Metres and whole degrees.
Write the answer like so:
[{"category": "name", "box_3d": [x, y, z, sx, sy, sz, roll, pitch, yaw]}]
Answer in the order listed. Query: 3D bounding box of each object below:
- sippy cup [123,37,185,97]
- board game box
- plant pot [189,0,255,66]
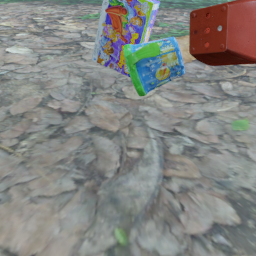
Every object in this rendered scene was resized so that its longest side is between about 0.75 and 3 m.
[{"category": "sippy cup", "box_3d": [0.693, -1.588, 6.931, 1.271, 1.362, 1.734, -17, 27, 12]}, {"category": "board game box", "box_3d": [-0.132, -2.773, 8.182, 1.479, 2.199, 0.492, 26, 34, 14]}, {"category": "plant pot", "box_3d": [1.783, -1.798, 5.287, 1.040, 1.179, 1.180, -9, 13, -39]}]
